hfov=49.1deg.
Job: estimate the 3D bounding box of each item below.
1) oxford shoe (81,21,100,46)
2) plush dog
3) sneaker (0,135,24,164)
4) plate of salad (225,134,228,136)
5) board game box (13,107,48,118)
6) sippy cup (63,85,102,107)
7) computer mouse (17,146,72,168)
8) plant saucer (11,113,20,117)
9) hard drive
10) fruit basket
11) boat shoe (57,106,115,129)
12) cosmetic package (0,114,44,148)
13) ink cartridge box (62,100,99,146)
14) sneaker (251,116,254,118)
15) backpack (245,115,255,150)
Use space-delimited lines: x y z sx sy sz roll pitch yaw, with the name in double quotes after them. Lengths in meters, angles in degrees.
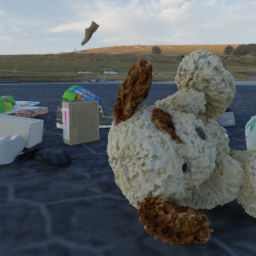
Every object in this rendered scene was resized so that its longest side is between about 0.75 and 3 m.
-1.665 -3.932 11.649 0.419 1.121 0.395 36 12 -17 "oxford shoe"
0.701 0.358 4.448 2.380 2.967 2.548 -32 -20 34 "plush dog"
-3.390 0.581 7.073 1.011 0.642 1.772 -6 4 -4 "sneaker"
2.423 0.121 9.485 1.847 0.444 1.847 0 11 0 "plate of salad"
-4.971 -0.831 14.240 1.151 0.352 1.520 3 12 16 "board game box"
-2.101 -1.158 13.479 1.446 1.550 1.973 21 32 30 "sippy cup"
-2.013 0.647 7.069 1.495 0.394 1.035 11 15 42 "computer mouse"
-5.710 -0.497 12.867 1.521 0.269 1.521 0 12 0 "plant saucer"
2.679 -0.696 11.431 2.889 0.612 1.949 -3 34 -3 "hard drive"
-5.630 -0.932 11.767 2.650 1.341 2.861 4 23 16 "fruit basket"
-1.453 -0.470 11.314 2.809 0.840 1.004 -2 12 -10 "boat shoe"
-3.764 0.021 8.551 2.033 0.743 1.053 9 9 5 "cosmetic package"
-1.480 -0.202 8.864 1.097 1.331 0.500 -8 14 -40 "ink cartridge box"
6.063 -0.647 10.398 2.712 1.559 1.019 7 14 32 "sneaker"
3.763 0.107 6.349 2.087 1.600 1.835 -8 -18 8 "backpack"
